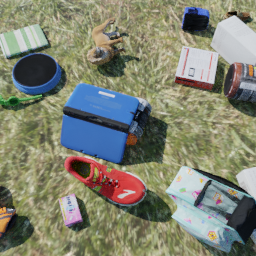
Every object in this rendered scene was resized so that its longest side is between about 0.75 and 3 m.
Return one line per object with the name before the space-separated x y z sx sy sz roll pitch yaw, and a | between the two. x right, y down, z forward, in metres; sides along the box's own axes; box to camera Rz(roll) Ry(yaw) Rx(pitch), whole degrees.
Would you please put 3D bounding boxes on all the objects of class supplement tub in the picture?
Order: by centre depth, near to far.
supplement tub | 0.201 -0.247 10.446 0.997 0.997 1.627 18 61 10
supplement tub | 5.289 -1.667 10.970 2.727 1.459 1.459 10 61 3

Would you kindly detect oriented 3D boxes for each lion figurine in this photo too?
lion figurine | -1.120 -3.908 12.639 1.692 1.001 2.763 -16 48 0

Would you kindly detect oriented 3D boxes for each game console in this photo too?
game console | -1.044 -0.214 10.299 2.475 1.464 2.112 17 56 8

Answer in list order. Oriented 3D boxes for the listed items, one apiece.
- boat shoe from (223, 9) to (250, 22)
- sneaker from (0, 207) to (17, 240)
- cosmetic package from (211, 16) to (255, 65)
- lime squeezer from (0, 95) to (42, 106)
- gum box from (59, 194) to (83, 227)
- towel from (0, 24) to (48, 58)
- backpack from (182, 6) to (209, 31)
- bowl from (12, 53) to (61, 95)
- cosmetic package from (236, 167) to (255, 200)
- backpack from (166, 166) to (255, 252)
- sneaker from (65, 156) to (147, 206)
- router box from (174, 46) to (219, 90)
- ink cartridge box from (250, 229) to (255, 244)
boat shoe | 5.328 -5.481 13.647 1.325 0.489 0.501 -11 61 -6
sneaker | -4.274 2.534 9.086 1.250 0.865 2.231 -7 71 -8
cosmetic package | 4.833 -3.443 12.020 0.997 1.387 2.457 -30 67 -15
lime squeezer | -4.773 -1.210 11.404 2.398 0.452 0.847 10 31 7
gum box | -1.875 2.715 9.183 0.540 0.315 0.952 -18 62 -11
towel | -4.895 -4.064 13.023 2.011 0.235 1.534 -22 63 -13
backpack | 3.230 -5.214 13.229 1.200 0.975 1.007 9 59 6
bowl | -3.921 -2.370 11.970 2.054 0.403 2.054 0 61 0
cosmetic package | 5.044 1.788 9.364 2.375 0.879 1.207 -13 66 -5
backpack | 2.338 2.306 8.266 1.907 2.186 2.487 -51 49 -4
sneaker | -0.829 1.680 9.010 2.904 1.233 1.118 18 80 20
router box | 2.962 -2.614 12.079 1.601 0.436 1.784 14 62 8
ink cartridge box | 4.698 3.357 8.820 1.476 0.330 1.300 -25 64 -13
